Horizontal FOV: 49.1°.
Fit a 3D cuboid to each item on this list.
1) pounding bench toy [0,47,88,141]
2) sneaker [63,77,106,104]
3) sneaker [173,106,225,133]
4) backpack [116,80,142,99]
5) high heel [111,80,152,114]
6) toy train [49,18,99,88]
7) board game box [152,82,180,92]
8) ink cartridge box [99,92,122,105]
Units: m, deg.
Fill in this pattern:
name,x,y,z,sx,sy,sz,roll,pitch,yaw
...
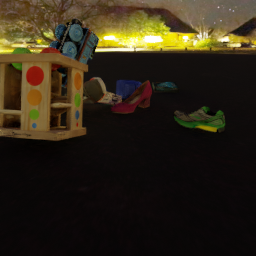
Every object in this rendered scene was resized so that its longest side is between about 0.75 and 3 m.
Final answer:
name,x,y,z,sx,sy,sz,roll,pitch,yaw
pounding bench toy,-2.277,-0.784,6.241,2.379,1.855,1.478,3,4,14
sneaker,-1.451,-0.984,8.693,1.912,0.737,0.783,-16,10,46
sneaker,1.859,-0.311,7.341,1.401,0.597,0.547,11,21,31
backpack,0.113,-1.411,10.560,0.933,0.758,0.783,-2,14,-36
high heel,0.102,-1.004,9.016,0.620,0.884,1.838,13,22,34
toy train,-2.395,-3.005,11.710,1.285,2.963,1.693,15,-9,35
board game box,1.703,-1.886,12.838,1.105,0.230,1.633,0,18,1
ink cartridge box,-0.710,-0.985,9.286,0.597,0.349,1.030,7,0,28
